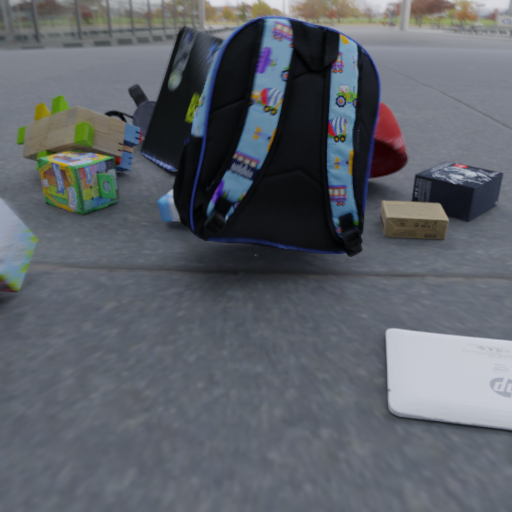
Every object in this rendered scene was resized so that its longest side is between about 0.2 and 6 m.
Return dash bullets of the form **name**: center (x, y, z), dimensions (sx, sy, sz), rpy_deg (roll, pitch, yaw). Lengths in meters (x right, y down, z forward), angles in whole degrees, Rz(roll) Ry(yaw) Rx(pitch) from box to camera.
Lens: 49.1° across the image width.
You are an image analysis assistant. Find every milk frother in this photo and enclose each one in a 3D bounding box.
- **milk frother**: center (-3.155, -3.448, 14.628), dimensions (1.670, 1.507, 1.571), rpy_deg (-48, 18, 1)

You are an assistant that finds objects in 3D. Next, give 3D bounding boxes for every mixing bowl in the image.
- **mixing bowl**: center (1.997, -2.472, 11.294), dimensions (2.150, 1.164, 2.150), rpy_deg (8, -13, 2)

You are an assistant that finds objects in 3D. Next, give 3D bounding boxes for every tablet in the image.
- **tablet**: center (2.506, 1.256, 5.746), dimensions (2.286, 0.156, 1.488), rpy_deg (4, 25, 10)

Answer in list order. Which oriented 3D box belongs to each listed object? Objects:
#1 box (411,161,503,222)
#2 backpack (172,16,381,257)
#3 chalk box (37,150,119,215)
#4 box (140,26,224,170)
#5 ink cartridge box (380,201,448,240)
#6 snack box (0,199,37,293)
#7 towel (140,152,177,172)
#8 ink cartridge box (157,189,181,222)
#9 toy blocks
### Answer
- **box**: center (3.755, -1.236, 10.471), dimensions (1.163, 0.665, 1.277), rpy_deg (23, 34, 38)
- **backpack**: center (0.290, -1.657, 7.925), dimensions (2.711, 2.969, 1.997), rpy_deg (5, 10, -18)
- **chalk box**: center (-3.207, -1.371, 10.469), dimensions (1.477, 0.919, 0.914), rpy_deg (16, 29, 33)
- **box**: center (-0.709, -2.714, 10.750), dimensions (2.703, 2.610, 0.642), rpy_deg (28, 13, 22)
- **ink cartridge box**: center (2.644, -0.611, 9.468), dimensions (1.013, 0.380, 0.835), rpy_deg (3, 24, 7)
- **snack box**: center (-4.371, -0.589, 6.634), dimensions (2.322, 2.754, 0.932), rpy_deg (3, 60, 9)
- **towel**: center (-1.711, -2.584, 13.428), dimensions (1.651, 0.272, 2.281), rpy_deg (-25, 31, -20)
- **ink cartridge box**: center (-0.997, -0.881, 9.559), dimensions (1.157, 0.393, 0.666), rpy_deg (3, 30, 23)
- **toy blocks**: center (-3.559, -2.375, 12.078), dimensions (2.906, 1.452, 1.987), rpy_deg (-1, -8, 43)
